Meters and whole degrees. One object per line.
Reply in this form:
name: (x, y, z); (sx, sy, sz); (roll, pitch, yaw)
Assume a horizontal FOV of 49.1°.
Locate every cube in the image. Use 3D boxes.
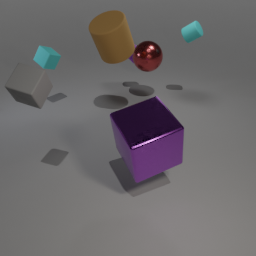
cube: (-2.315, -0.988, 6.622); (0.700, 0.700, 0.700); (17, 68, 9)
cube: (0.493, 0.283, 7.317); (1.400, 1.400, 1.400); (-21, 46, -12)
cube: (-3.446, -2.996, 11.959); (0.700, 0.700, 0.700); (40, 23, 18)

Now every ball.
ball: (0.913, -3.315, 12.989); (1.400, 1.400, 1.400); (0, 30, 0)

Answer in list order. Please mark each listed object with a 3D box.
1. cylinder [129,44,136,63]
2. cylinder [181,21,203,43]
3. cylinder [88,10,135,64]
cylinder: (0.313, -3.677, 13.943); (0.700, 0.700, 0.700); (-20, 53, 30)
cylinder: (2.820, -4.207, 12.284); (0.700, 0.700, 0.700); (-21, 15, 38)
cylinder: (-0.580, -3.382, 10.475); (1.400, 1.400, 1.400); (-10, 52, 13)
